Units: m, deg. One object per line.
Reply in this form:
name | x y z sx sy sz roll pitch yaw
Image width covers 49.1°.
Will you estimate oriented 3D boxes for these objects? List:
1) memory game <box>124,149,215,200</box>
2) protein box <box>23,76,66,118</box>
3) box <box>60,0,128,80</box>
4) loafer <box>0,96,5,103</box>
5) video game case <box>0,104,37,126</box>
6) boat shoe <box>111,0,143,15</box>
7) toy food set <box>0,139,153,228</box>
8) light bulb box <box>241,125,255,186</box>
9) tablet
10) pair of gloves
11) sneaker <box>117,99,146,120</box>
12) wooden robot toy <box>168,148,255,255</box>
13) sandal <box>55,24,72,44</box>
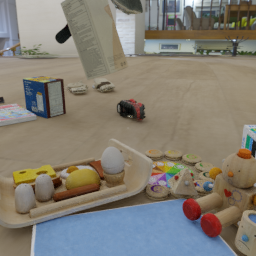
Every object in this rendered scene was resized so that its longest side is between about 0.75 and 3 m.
memory game | 0.830 0.922 6.093 2.282 0.145 2.282 0 19 0
protein box | -3.170 -1.204 10.633 1.328 1.338 0.903 14 23 36
box | -1.195 -3.366 10.206 1.371 2.888 1.123 -3 21 42
loafer | -6.002 -1.280 12.541 0.954 0.301 0.343 1 18 5
video game case | -4.568 -0.501 10.340 1.618 0.197 2.262 -14 23 -36
boat shoe | -0.124 -3.837 8.621 0.596 0.685 1.859 -10 8 27
toy food set | -1.155 0.749 5.238 2.706 0.817 1.942 -9 15 -25
light bulb box | 3.276 0.688 5.280 1.735 1.092 1.750 0 18 0
tablet | 0.012 1.629 3.895 2.619 0.179 1.704 -4 18 -15
pair of gloves | -2.014 -2.242 15.288 2.493 0.437 2.120 -11 25 -21
sneaker | 0.065 -0.657 10.141 0.858 0.621 1.757 -5 17 -17
wooden robot toy | 1.605 0.925 4.094 1.147 1.182 2.604 -4 22 -34
sandal | -2.491 -4.349 12.214 0.642 1.709 0.409 41 11 -17
